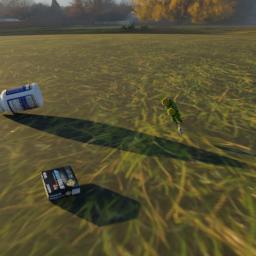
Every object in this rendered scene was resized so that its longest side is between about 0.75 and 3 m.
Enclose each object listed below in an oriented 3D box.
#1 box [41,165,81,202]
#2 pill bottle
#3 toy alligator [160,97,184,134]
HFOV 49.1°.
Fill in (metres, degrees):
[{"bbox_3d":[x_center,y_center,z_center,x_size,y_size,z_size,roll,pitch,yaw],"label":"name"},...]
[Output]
[{"bbox_3d":[-1.390,1.115,5.754,0.642,0.186,0.808,-10,30,-22],"label":"box"},{"bbox_3d":[-3.900,-0.996,9.906,1.558,0.866,0.866,-14,24,-4],"label":"pill bottle"},{"bbox_3d":[1.368,-0.439,8.167,0.316,1.315,0.436,-33,-15,15],"label":"toy alligator"}]
